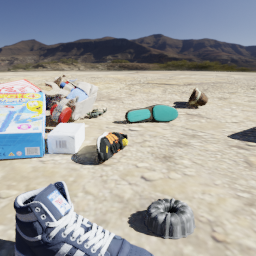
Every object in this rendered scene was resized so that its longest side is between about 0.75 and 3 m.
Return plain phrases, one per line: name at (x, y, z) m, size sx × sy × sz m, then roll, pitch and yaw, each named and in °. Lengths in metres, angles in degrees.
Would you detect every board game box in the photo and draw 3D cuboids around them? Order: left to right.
board game box at (-3.879, -0.169, 8.097) m, size 2.854 × 0.798 × 2.795 m, roll -2°, pitch 29°, yaw -15°
board game box at (-4.586, -1.047, 10.879) m, size 1.970 × 0.602 × 2.600 m, roll 31°, pitch 37°, yaw 29°

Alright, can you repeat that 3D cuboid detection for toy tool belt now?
toy tool belt at (-2.548, -1.133, 10.923) m, size 1.783 × 1.811 × 2.901 m, roll 28°, pitch 27°, yaw 9°

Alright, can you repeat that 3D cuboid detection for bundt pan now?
bundt pan at (0.674, 1.403, 4.519) m, size 0.845 × 0.317 × 0.845 m, roll 0°, pitch 16°, yaw 0°

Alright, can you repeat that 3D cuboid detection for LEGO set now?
LEGO set at (-1.595, -0.594, 12.269) m, size 1.515 × 0.429 × 0.984 m, roll -6°, pitch 7°, yaw 32°

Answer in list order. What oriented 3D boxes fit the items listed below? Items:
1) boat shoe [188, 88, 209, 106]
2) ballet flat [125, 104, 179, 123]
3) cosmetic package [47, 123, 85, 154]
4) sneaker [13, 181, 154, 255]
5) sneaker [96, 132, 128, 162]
boat shoe at (3.853, -1.556, 15.155) m, size 0.920 × 0.919 × 2.488 m, roll 26°, pitch 16°, yaw 4°
ballet flat at (0.936, -0.597, 11.441) m, size 2.183 × 0.742 × 0.747 m, roll -2°, pitch 5°, yaw -7°
cosmetic package at (-1.793, 0.277, 8.316) m, size 0.813 × 0.584 × 1.440 m, roll 1°, pitch 14°, yaw 3°
sneaker at (-0.575, 1.289, 3.451) m, size 1.962 × 1.065 × 0.688 m, roll 4°, pitch 15°, yaw 16°
sneaker at (-0.377, 0.427, 7.567) m, size 0.738 × 0.574 × 1.641 m, roll -7°, pitch 13°, yaw 7°
